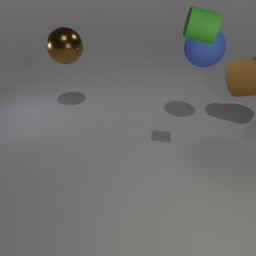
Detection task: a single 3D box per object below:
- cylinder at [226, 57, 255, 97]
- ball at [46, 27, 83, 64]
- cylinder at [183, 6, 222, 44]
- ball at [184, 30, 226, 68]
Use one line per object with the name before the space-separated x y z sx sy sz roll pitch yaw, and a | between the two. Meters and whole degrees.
cylinder | 4.604 -1.907 10.423 1.400 1.400 1.400 0 22 46
ball | -2.447 -3.187 10.888 1.400 1.400 1.400 0 31 0
cylinder | 1.703 -2.379 6.479 0.700 0.700 0.700 14 32 1
ball | 2.651 -2.802 9.664 1.400 1.400 1.400 0 31 0
